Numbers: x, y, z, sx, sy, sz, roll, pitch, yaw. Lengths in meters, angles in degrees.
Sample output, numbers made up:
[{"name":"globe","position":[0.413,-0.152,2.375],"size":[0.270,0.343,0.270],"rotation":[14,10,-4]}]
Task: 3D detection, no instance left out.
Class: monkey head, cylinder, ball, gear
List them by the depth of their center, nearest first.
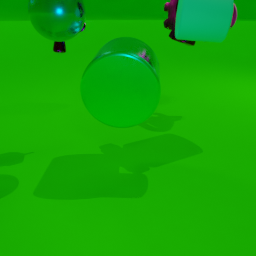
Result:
[{"name":"ball","position":[-1.142,-1.872,4.534],"size":[0.906,0.906,0.906],"rotation":[0,23,0]},{"name":"cylinder","position":[1.230,-1.849,4.640],"size":[0.781,0.781,0.781],"rotation":[5,23,2]},{"name":"cylinder","position":[-0.083,-0.892,5.237],"size":[1.360,1.360,1.360],"rotation":[2,28,4]},{"name":"gear","position":[1.348,-2.450,5.578],"size":[0.283,1.528,1.528],"rotation":[5,16,-38]},{"name":"monkey head","position":[-1.375,-1.951,5.655],"size":[1.048,0.754,0.632],"rotation":[1,32,-13]}]

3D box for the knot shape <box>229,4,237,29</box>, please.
[{"name":"knot shape","position":[2.322,-3.256,7.785],"size":[1.349,0.623,1.262],"rotation":[-27,62,-35]}]
